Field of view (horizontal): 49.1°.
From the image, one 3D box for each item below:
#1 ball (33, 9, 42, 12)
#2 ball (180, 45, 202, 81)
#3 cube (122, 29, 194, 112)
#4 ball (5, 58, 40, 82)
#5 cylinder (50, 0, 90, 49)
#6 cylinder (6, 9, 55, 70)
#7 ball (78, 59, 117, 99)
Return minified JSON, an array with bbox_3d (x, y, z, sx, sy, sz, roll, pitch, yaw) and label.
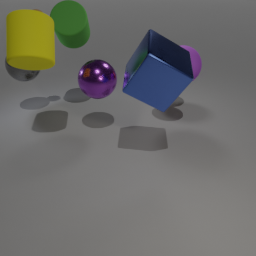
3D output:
[{"bbox_3d":[-3.403,-4.050,10.440,0.700,0.700,0.700,0,28,0],"label":"ball"},{"bbox_3d":[1.970,-2.290,10.225,1.400,1.400,1.400,0,28,0],"label":"ball"},{"bbox_3d":[0.817,-1.590,7.867,1.400,1.400,1.400,24,42,-17],"label":"cube"},{"bbox_3d":[-4.314,-2.618,11.541,1.400,1.400,1.400,0,28,0],"label":"ball"},{"bbox_3d":[-2.258,-4.074,11.140,1.400,1.400,1.400,-2,-4,-3],"label":"cylinder"},{"bbox_3d":[-2.973,-2.641,8.591,1.400,1.400,1.400,-3,-5,0],"label":"cylinder"},{"bbox_3d":[-1.090,-1.736,10.011,1.400,1.400,1.400,0,28,0],"label":"ball"}]
